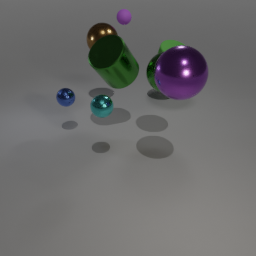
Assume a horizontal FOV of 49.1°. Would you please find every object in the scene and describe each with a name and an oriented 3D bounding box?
[{"bbox_3d":[1.324,-1.901,9.592,1.400,1.400,1.400,0,30,0],"label":"ball"},{"bbox_3d":[-0.187,-5.209,13.154,0.700,0.700,0.700,0,30,0],"label":"ball"},{"bbox_3d":[-0.486,-2.333,10.015,1.400,1.400,1.400,-10,65,21],"label":"cylinder"},{"bbox_3d":[1.997,-3.129,13.087,1.400,1.400,1.400,7,51,-9],"label":"cylinder"},{"bbox_3d":[1.375,-1.429,7.312,1.400,1.400,1.400,0,30,0],"label":"ball"},{"bbox_3d":[-0.782,-0.654,8.407,0.700,0.700,0.700,0,30,0],"label":"ball"},{"bbox_3d":[-2.316,-1.142,10.436,0.700,0.700,0.700,0,30,0],"label":"ball"},{"bbox_3d":[-1.098,-3.828,12.152,1.400,1.400,1.400,0,30,0],"label":"ball"}]
